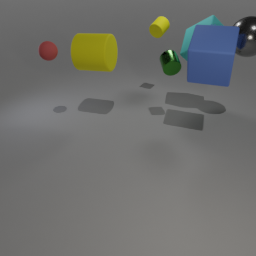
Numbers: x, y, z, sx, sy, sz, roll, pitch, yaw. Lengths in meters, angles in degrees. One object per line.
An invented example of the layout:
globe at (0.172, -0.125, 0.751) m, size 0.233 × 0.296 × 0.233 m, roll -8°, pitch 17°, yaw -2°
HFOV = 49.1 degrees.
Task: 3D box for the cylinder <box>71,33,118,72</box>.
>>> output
cylinder at (-1.278, -2.922, 10.848) m, size 1.400 × 1.400 × 1.400 m, roll 6°, pitch 30°, yaw 16°

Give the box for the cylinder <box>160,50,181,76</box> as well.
cylinder at (1.604, -2.469, 10.623) m, size 0.700 × 0.700 × 0.700 m, roll -4°, pitch 50°, yaw -7°

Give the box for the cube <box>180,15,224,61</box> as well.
cube at (3.188, -3.350, 11.345) m, size 1.400 × 1.400 × 1.400 m, roll -14°, pitch 53°, yaw 51°

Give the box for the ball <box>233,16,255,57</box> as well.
ball at (4.353, -3.273, 10.082) m, size 1.400 × 1.400 × 1.400 m, roll 0°, pitch 30°, yaw 0°

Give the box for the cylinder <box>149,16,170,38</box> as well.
cylinder at (1.426, -4.569, 12.705) m, size 0.700 × 0.700 × 0.700 m, roll 20°, pitch 57°, yaw 30°

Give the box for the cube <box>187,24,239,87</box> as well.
cube at (2.807, -2.416, 9.339) m, size 1.400 × 1.400 × 1.400 m, roll 10°, pitch 56°, yaw 18°

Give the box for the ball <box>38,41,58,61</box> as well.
ball at (-2.949, -2.844, 10.338) m, size 0.700 × 0.700 × 0.700 m, roll 0°, pitch 30°, yaw 0°
